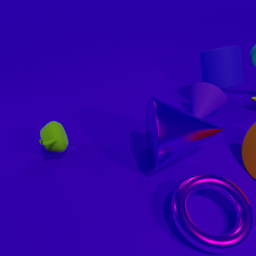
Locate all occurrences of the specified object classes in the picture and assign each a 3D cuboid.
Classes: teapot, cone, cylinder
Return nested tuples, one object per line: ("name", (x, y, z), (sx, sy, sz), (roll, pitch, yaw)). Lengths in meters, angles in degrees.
("teapot", (-1.800, 0.240, 6.690), (0.596, 0.757, 1.218), (-20, 10, -1))
("cone", (1.352, 0.076, 6.350), (1.684, 1.678, 1.678), (-3, 35, -4))
("cone", (2.151, -0.545, 8.241), (1.123, 1.123, 1.127), (20, 66, 27))
("cone", (3.779, 0.606, 6.401), (1.583, 1.577, 1.577), (13, 26, -30))
("cylinder", (2.798, -1.792, 8.409), (1.158, 1.158, 1.158), (-9, 10, 2))

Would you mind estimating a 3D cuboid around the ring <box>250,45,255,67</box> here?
("ring", (4.258, -2.190, 8.292), (1.207, 1.207, 0.241), (6, 60, 8))

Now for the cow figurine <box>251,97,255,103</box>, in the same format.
("cow figurine", (4.369, -1.097, 8.626), (1.092, 1.110, 0.609), (11, -2, -24))

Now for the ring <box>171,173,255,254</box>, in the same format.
("ring", (1.554, 1.520, 5.177), (1.516, 0.303, 1.516), (2, 50, -2))
